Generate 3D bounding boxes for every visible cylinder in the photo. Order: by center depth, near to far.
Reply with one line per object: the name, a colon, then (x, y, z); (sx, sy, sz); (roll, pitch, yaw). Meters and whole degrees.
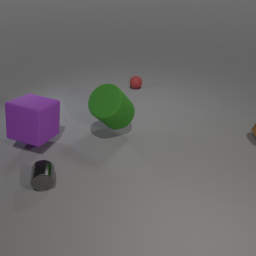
cylinder: (-2.670, 1.482, 8.779); (0.700, 0.700, 0.700); (-6, 35, -10)
cylinder: (-0.614, -0.801, 10.863); (1.400, 1.400, 1.400); (-7, 69, 20)

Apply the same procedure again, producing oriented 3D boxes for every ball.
ball: (0.450, -2.560, 15.687); (0.700, 0.700, 0.700); (0, 31, 0)

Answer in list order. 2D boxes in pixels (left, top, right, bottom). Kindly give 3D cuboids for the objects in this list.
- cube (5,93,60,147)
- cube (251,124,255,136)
cube: (-3.488, -0.333, 10.374); (1.400, 1.400, 1.400); (13, 24, 13)
cube: (5.322, 0.093, 10.709); (0.700, 0.700, 0.700); (16, 35, -14)
